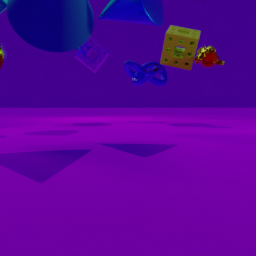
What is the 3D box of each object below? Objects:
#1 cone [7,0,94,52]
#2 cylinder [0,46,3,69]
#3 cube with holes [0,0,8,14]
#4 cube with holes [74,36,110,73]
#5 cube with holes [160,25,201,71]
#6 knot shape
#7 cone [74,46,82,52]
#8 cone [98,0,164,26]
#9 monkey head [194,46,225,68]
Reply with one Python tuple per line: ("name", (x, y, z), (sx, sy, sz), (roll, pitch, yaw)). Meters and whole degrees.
("cone", (-1.118, -2.241, 4.356), (1.522, 1.522, 1.527), (-2, -14, -20))
("cylinder", (-4.022, -1.957, 7.495), (0.937, 0.937, 0.937), (3, 17, 37))
("cube with holes", (-3.699, -3.772, 7.483), (1.225, 1.225, 1.225), (-17, -51, 36))
("cube with holes", (-1.428, -2.948, 11.413), (1.006, 1.006, 1.006), (38, 5, -10))
("cube with holes", (2.077, -3.192, 11.089), (1.231, 1.231, 1.231), (14, 35, 9))
("knot shape", (0.667, -2.484, 12.550), (1.955, 0.966, 2.090), (19, 24, 27))
("cone", (-1.800, -3.093, 8.056), (1.375, 1.380, 1.375), (18, 9, -3))
("cone", (-0.116, -2.523, 5.820), (1.293, 1.288, 1.288), (-13, -2, 30))
("monkey head", (2.733, -2.413, 9.862), (0.889, 0.745, 1.236), (-44, 36, -23))
